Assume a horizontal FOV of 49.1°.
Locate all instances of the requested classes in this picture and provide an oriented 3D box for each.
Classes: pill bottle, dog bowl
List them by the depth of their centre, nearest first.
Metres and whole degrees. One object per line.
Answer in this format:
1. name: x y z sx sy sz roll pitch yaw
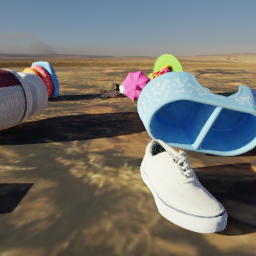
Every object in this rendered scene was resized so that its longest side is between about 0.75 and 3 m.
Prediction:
1. dog bowl: 1.359 -0.155 4.972 2.383 1.328 0.591 10 40 -12
2. pill bottle: -3.348 -0.652 6.818 1.500 1.500 2.739 7 17 24

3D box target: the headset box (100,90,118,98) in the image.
1. headset box: -0.820 -1.509 12.497 0.761 0.294 0.566 -5 15 -12

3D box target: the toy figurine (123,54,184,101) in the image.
1. toy figurine: 0.727 -1.863 11.867 2.313 1.887 2.513 -20 1 -31

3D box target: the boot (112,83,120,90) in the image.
1. boot: -0.452 -2.211 15.017 0.776 0.434 1.121 3 15 -8

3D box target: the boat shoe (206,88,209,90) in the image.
1. boat shoe: 2.263 -0.710 8.287 0.647 0.569 1.817 -22 14 27

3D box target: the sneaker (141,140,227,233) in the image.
1. sneaker: 0.586 0.631 3.592 0.658 0.638 1.801 -5 16 -20

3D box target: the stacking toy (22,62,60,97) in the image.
1. stacking toy: -4.321 -1.614 11.403 1.488 1.573 2.711 8 30 41

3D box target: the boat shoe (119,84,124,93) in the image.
1. boat shoe: -0.194 -2.086 14.422 0.488 0.434 1.327 -2 15 -10
